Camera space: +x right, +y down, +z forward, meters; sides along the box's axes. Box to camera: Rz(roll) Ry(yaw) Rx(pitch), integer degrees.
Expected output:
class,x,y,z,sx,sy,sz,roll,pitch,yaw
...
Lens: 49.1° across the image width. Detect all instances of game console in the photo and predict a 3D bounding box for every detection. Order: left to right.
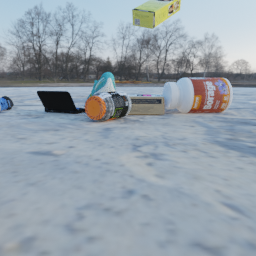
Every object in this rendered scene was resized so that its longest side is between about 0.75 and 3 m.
class,x,y,z,sx,sy,sz,roll,pitch,yaw
game console,-2.630,-1.080,11.351,1.572,0.915,1.383,5,11,23

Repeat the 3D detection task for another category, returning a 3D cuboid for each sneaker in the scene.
class,x,y,z,sx,sy,sz,roll,pitch,yaw
sneaker,-5.302,-1.033,11.848,0.926,0.639,1.664,-16,11,-31
sneaker,-1.059,-1.356,11.239,1.070,1.100,2.762,8,-14,-21

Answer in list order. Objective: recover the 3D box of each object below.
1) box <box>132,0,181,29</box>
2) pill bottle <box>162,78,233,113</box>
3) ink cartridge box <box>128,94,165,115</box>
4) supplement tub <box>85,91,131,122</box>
class,x,y,z,sx,sy,sz,roll,pitch,yaw
box,1.157,-4.570,10.827,0.927,0.617,2.464,19,45,24
pill bottle,2.743,-1.314,11.274,2.513,1.410,1.410,-3,10,-12
ink cartridge box,0.614,-0.984,11.369,1.577,0.719,1.915,-1,9,1
supplement tub,-0.648,-0.729,9.251,0.945,0.945,1.542,6,12,31
